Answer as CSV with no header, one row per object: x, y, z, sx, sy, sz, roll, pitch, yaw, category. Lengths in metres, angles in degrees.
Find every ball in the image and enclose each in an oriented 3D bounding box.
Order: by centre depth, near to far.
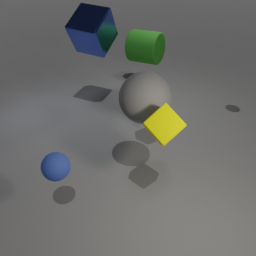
-1.729,0.925,6.708,0.700,0.700,0.700,0,32,0,ball
0.450,-0.806,7.509,1.400,1.400,1.400,0,32,0,ball

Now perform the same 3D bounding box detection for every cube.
0.848,-0.059,6.586,0.700,0.700,0.700,-42,83,0,cube
-1.431,-3.938,11.327,1.400,1.400,1.400,18,68,20,cube

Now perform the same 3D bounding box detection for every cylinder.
0.783,-3.634,12.577,1.400,1.400,1.400,15,35,24,cylinder
